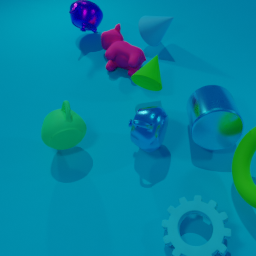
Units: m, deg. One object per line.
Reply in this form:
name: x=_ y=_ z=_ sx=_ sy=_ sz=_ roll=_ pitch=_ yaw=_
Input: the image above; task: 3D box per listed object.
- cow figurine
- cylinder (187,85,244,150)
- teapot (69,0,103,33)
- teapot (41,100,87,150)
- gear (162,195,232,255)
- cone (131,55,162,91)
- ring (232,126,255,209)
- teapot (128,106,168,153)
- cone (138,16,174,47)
cow figurine: x=-0.157 y=-2.550 z=9.113 sx=1.716 sy=0.942 sz=1.689 roll=19 pitch=55 yaw=11
cylinder: x=2.056 y=-0.265 z=6.760 sx=1.172 sy=1.172 sz=1.172 roll=3 pitch=36 yaw=3
teapot: x=-1.507 y=-3.847 z=9.734 sx=1.182 sy=1.901 sz=0.931 roll=11 pitch=88 yaw=19
teapot: x=-1.511 y=0.005 z=6.441 sx=1.024 sy=1.647 sz=0.806 roll=-7 pitch=55 yaw=-28
gear: x=1.280 y=1.917 z=5.295 sx=1.251 sy=0.231 sz=1.251 roll=-11 pitch=53 yaw=15
cone: x=0.648 y=-1.593 z=7.555 sx=0.885 sy=0.885 sz=0.888 roll=18 pitch=78 yaw=15
ring: x=2.789 y=0.692 z=5.363 sx=0.369 sy=1.844 sz=1.844 roll=21 pitch=43 yaw=-26
teapot: x=0.441 y=-0.003 z=6.510 sx=0.856 sy=1.748 sz=1.087 roll=15 pitch=88 yaw=16
cone: x=1.108 y=-3.415 z=9.247 sx=1.092 sy=1.088 sz=1.088 roll=-13 pitch=30 yaw=50
